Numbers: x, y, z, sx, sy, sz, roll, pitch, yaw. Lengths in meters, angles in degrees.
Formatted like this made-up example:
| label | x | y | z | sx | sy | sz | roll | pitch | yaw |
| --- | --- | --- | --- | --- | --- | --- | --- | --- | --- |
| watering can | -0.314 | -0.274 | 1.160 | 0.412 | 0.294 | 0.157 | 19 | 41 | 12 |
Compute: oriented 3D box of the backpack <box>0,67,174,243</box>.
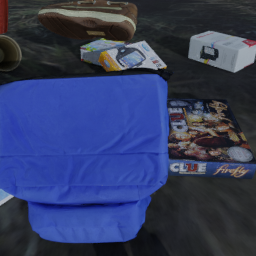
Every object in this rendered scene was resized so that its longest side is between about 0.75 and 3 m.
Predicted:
| label | x | y | z | sx | sy | sz | roll | pitch | yaw |
| --- | --- | --- | --- | --- | --- | --- | --- | --- | --- |
| backpack | -0.515 | 0.366 | 4.745 | 2.376 | 2.453 | 2.924 | 3 | 2 | 6 |

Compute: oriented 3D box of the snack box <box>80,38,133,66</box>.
| label | x | y | z | sx | sy | sz | roll | pitch | yaw |
| --- | --- | --- | --- | --- | --- | --- | --- | --- | --- |
| snack box | -0.665 | -3.046 | 11.386 | 1.949 | 0.660 | 1.644 | 19 | 38 | 28 |

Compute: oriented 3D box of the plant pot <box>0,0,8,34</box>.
| label | x | y | z | sx | sy | sz | roll | pitch | yaw |
| --- | --- | --- | --- | --- | --- | --- | --- | --- | --- |
| plant pot | -2.589 | -2.150 | 4.446 | 1.353 | 1.194 | 1.355 | -17 | 40 | -19 |

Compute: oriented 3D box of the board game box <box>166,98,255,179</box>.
| label | x | y | z | sx | sy | sz | roll | pitch | yaw |
| --- | --- | --- | --- | --- | --- | --- | --- | --- | --- |
| board game box | 1.754 | 0.105 | 6.826 | 1.838 | 0.470 | 2.713 | 1 | 34 | 3 |

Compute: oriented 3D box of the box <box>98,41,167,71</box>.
| label | x | y | z | sx | sy | sz | roll | pitch | yaw |
| --- | --- | --- | --- | --- | --- | --- | --- | --- | --- |
| box | 0.287 | -2.330 | 9.978 | 2.341 | 0.485 | 1.393 | -27 | 71 | -32 |

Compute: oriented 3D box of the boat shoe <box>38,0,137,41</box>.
| label | x | y | z | sx | sy | sz | roll | pitch | yaw |
| --- | --- | --- | --- | --- | --- | --- | --- | --- | --- |
| boat shoe | -1.140 | -3.301 | 8.234 | 3.024 | 1.117 | 1.119 | 13 | 75 | 13 |

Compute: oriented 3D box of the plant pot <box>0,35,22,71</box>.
| label | x | y | z | sx | sy | sz | roll | pitch | yaw |
| --- | --- | --- | --- | --- | --- | --- | --- | --- | --- |
| plant pot | -4.923 | -2.826 | 10.718 | 1.299 | 1.299 | 1.127 | -28 | 26 | -35 |

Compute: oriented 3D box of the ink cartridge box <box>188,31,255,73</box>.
| label | x | y | z | sx | sy | sz | roll | pitch | yaw |
| --- | --- | --- | --- | --- | --- | --- | --- | --- | --- |
| ink cartridge box | 3.791 | -3.142 | 11.309 | 1.584 | 0.900 | 2.174 | -27 | 42 | -34 |

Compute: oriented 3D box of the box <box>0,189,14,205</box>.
| label | x | y | z | sx | sy | sz | roll | pitch | yaw |
| --- | --- | --- | --- | --- | --- | --- | --- | --- | --- |
| box | -3.330 | 1.006 | 4.640 | 1.266 | 1.405 | 2.498 | 24 | 41 | 32 |
